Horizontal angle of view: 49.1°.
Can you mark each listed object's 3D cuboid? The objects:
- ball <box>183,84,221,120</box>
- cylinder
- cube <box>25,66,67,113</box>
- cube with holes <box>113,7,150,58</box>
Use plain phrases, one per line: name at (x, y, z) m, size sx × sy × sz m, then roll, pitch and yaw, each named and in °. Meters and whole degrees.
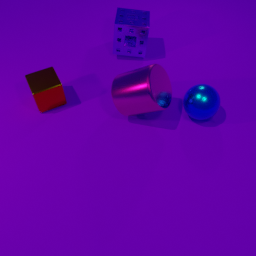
ball at (2.025, -0.716, 7.723) m, size 1.001 × 1.001 × 1.001 m, roll 0°, pitch 55°, yaw 0°
cylinder at (0.376, -0.989, 7.515) m, size 1.209 × 1.209 × 1.209 m, roll -9°, pitch 47°, yaw 36°
cube at (-2.360, -1.105, 8.102) m, size 0.840 × 0.840 × 0.840 m, roll -22°, pitch 58°, yaw -15°
cube with holes at (0.108, -3.155, 9.271) m, size 1.088 × 1.088 × 1.088 m, roll 6°, pitch 48°, yaw -2°
